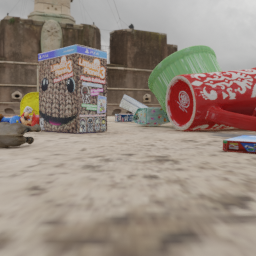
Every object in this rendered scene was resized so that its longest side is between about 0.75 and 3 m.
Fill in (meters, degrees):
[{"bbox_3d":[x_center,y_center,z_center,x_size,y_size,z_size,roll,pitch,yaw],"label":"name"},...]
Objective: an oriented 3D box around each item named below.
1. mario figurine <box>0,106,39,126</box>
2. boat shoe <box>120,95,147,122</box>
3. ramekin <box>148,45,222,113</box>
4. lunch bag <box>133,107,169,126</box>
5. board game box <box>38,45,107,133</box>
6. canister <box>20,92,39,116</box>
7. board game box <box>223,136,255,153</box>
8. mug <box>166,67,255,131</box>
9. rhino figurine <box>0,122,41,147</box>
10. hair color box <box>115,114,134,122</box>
[{"bbox_3d":[-3.105,-0.274,7.943,1.242,0.766,0.658,-4,-9,-4],"label":"mario figurine"},{"bbox_3d":[0.586,-0.748,15.282,2.667,1.137,0.985,32,10,21],"label":"boat shoe"},{"bbox_3d":[2.108,-1.507,9.768,2.563,1.252,2.563,-18,-24,-8],"label":"ramekin"},{"bbox_3d":[0.857,-0.422,10.811,1.022,0.731,1.200,-1,-4,-22],"label":"lunch bag"},{"bbox_3d":[-1.499,-0.963,7.513,1.692,2.122,1.028,2,3,41],"label":"board game box"},{"bbox_3d":[-2.309,-0.601,10.110,2.002,1.166,2.695,0,2,6],"label":"canister"},{"bbox_3d":[2.123,0.230,3.406,1.657,0.161,0.853,2,5,39],"label":"board game box"},{"bbox_3d":[2.785,-0.803,7.828,2.821,1.882,2.504,-5,3,-21],"label":"mug"},{"bbox_3d":[-1.959,0.095,4.161,1.225,0.366,0.536,-1,2,19],"label":"rhino figurine"},{"bbox_3d":[0.035,-0.618,16.996,1.557,0.471,0.779,-1,3,-14],"label":"hair color box"}]
